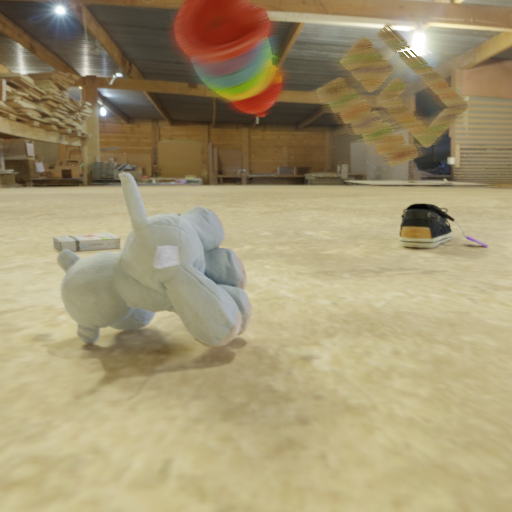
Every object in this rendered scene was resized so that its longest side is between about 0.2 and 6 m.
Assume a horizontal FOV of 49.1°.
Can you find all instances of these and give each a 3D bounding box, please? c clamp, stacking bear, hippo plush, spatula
[{"bbox_3d":[-0.310,-3.036,8.918,0.186,1.174,1.374,12,-8,36],"label":"c clamp"},{"bbox_3d":[-0.213,-2.548,7.399,1.080,1.153,1.899,-30,-21,8],"label":"stacking bear"},{"bbox_3d":[-1.164,0.423,5.955,1.696,1.680,2.109,-28,-13,17],"label":"hippo plush"},{"bbox_3d":[4.780,-0.714,13.324,1.709,0.176,0.483,43,22,15],"label":"spatula"}]

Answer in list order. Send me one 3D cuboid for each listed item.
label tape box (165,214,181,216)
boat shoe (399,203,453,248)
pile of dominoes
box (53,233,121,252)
[{"bbox_3d":[-2.690,-1.238,18.499,0.644,0.283,0.893,-1,10,-4],"label":"label tape box"},{"bbox_3d":[4.228,-0.828,13.932,1.161,0.969,3.112,2,8,26],"label":"boat shoe"},{"bbox_3d":[2.537,-2.920,10.364,2.371,1.848,0.377,42,6,-8],"label":"pile of dominoes"},{"bbox_3d":[-3.893,-0.306,12.855,1.323,0.272,1.032,-4,10,-28],"label":"box"}]
